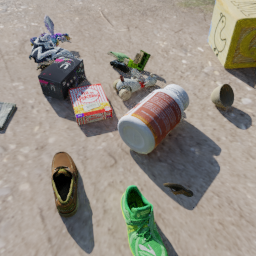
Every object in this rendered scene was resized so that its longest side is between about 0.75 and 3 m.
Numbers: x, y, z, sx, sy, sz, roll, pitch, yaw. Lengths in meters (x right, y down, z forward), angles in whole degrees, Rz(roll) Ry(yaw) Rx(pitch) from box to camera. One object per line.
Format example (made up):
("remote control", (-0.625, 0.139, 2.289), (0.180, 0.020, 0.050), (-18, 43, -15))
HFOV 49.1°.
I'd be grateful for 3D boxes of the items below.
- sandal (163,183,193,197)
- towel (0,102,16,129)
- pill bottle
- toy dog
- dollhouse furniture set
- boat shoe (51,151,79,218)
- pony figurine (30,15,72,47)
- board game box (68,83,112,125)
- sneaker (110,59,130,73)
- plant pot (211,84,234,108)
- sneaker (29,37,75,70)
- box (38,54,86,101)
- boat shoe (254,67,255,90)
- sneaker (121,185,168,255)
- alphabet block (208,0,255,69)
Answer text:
("sandal", (1.393, 1.749, 7.697), (0.968, 0.395, 0.264), (31, 59, -25))
("towel", (-5.888, -0.614, 12.119), (1.602, 0.287, 1.664), (3, 45, 3))
("pill bottle", (1.126, -0.472, 11.012), (1.669, 1.669, 2.975), (30, 53, 26))
("toy dog", (0.292, -2.240, 13.156), (1.478, 1.079, 2.240), (31, 53, 27))
("dollhouse furniture set", (0.018, -3.820, 14.490), (1.847, 0.927, 1.210), (37, 21, 32))
("boat shoe", (-2.120, 1.658, 9.468), (0.923, 0.872, 2.564), (-13, 47, -12))
("pony figurine", (-4.453, -5.077, 15.825), (1.950, 1.683, 2.021), (43, 63, 10))
("board game box", (-1.703, -1.104, 12.462), (1.541, 0.471, 2.035), (-14, 47, -13))
("sneaker", (-0.319, -3.319, 14.649), (1.262, 0.468, 0.559), (32, 56, 27))
("plant pot", (4.129, -1.399, 12.509), (1.057, 1.057, 0.710), (-36, 18, -30))
("sneaker", (-3.977, -3.464, 14.540), (2.497, 0.997, 1.625), (30, 76, -7))
("box", (-3.094, -2.455, 13.357), (1.261, 1.094, 2.063), (17, 49, 16))
("boat shoe", (6.740, -2.590, 13.636), (0.906, 0.920, 2.470), (13, 48, 13))
("sneaker", (0.372, 2.821, 8.179), (0.959, 1.082, 2.590), (-15, 48, -16))
("alphabet block", (6.200, -5.142, 14.845), (2.828, 2.813, 2.880), (-6, 45, -3))
